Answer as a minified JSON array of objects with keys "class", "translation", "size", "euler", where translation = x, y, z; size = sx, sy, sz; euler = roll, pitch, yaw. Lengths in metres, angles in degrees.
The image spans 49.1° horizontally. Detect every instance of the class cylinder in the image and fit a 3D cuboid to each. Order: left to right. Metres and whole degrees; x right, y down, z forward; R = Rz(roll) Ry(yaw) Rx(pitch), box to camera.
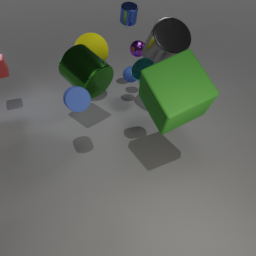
[{"class":"cylinder","translation":[-1.458,-0.826,7.935],"size":[0.700,0.700,0.700],"euler":[-10,12,-15]},{"class":"cylinder","translation":[-1.463,-1.974,9.847],"size":[1.400,1.400,1.400],"euler":[43,49,19]},{"class":"cylinder","translation":[0.033,-4.701,11.549],"size":[0.700,0.700,0.700],"euler":[4,54,-5]},{"class":"cylinder","translation":[0.555,-1.556,8.087],"size":[0.700,0.700,0.700],"euler":[-10,68,26]},{"class":"cylinder","translation":[1.359,-2.995,10.120],"size":[1.400,1.400,1.400],"euler":[3,77,-13]}]

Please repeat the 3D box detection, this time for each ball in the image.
[{"class":"ball","translation":[-1.501,-3.156,11.445],"size":[1.400,1.400,1.400],"euler":[0,33,0]},{"class":"ball","translation":[0.119,-2.328,12.198],"size":[0.700,0.700,0.700],"euler":[0,33,0]},{"class":"ball","translation":[0.422,-3.368,11.910],"size":[0.700,0.700,0.700],"euler":[0,33,0]}]

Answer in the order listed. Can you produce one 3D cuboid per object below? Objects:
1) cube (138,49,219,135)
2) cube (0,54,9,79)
[{"class":"cube","translation":[1.218,-0.887,7.259],"size":[1.400,1.400,1.400],"euler":[-26,74,-8]},{"class":"cube","translation":[-5.132,-2.366,10.938],"size":[0.700,0.700,0.700],"euler":[-19,39,-12]}]
